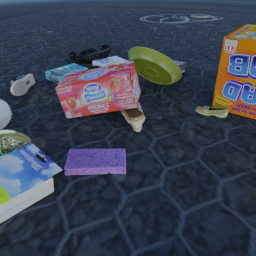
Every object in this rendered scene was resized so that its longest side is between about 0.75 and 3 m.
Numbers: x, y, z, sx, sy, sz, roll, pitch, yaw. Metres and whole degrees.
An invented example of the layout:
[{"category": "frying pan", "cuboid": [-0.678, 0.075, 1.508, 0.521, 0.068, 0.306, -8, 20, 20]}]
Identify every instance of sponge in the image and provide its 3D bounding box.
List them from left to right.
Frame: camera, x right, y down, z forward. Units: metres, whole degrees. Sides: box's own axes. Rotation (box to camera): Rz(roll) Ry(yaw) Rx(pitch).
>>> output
[{"category": "sponge", "cuboid": [-0.961, 1.008, 8.548, 1.796, 0.268, 1.002, -1, 31, -1]}]

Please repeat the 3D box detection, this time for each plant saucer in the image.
[{"category": "plant saucer", "cuboid": [1.167, -2.784, 13.179, 2.763, 2.763, 0.429, 20, 78, 30]}]

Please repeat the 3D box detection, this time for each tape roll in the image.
[{"category": "tape roll", "cuboid": [-5.559, -0.420, 10.531, 2.199, 0.402, 2.199, 1, 38, 0]}]

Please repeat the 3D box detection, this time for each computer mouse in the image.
[{"category": "computer mouse", "cuboid": [-2.271, -4.402, 17.184, 2.660, 0.701, 1.842, -17, 34, -6]}]

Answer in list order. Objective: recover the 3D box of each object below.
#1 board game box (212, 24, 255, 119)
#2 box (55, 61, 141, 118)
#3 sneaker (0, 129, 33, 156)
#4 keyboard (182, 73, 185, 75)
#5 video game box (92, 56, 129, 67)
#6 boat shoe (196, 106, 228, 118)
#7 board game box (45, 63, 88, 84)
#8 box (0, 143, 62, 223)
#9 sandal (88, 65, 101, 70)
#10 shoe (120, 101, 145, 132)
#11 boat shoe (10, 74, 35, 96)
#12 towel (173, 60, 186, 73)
[{"category": "board game box", "cuboid": [5.564, -2.285, 11.335, 2.968, 2.968, 2.970, 20, 37, 30]}, {"category": "box", "cuboid": [-1.098, -1.492, 10.986, 2.953, 1.410, 1.472, -8, 31, 14]}, {"category": "sneaker", "cuboid": [-4.190, 0.918, 8.267, 2.756, 1.060, 1.221, -12, 50, -13]}, {"category": "keyboard", "cuboid": [2.186, -2.894, 14.819, 1.503, 0.321, 2.503, 15, 32, 26]}, {"category": "video game box", "cuboid": [-0.832, -3.566, 15.928, 1.690, 0.434, 1.855, -19, 36, -32]}, {"category": "boat shoe", "cuboid": [3.372, -0.727, 11.276, 1.254, 0.395, 0.457, 15, 34, 23]}, {"category": "board game box", "cuboid": [-3.128, -2.839, 14.705, 1.423, 0.442, 1.885, 25, 39, 35]}, {"category": "box", "cuboid": [-3.288, 1.511, 7.217, 1.692, 0.661, 2.774, 31, 42, 33]}, {"category": "sandal", "cuboid": [-1.184, -2.880, 14.571, 1.823, 0.745, 0.498, 1, 15, 4]}, {"category": "shoe", "cuboid": [0.154, -0.598, 10.933, 0.831, 0.634, 2.376, -18, 27, 0]}, {"category": "boat shoe", "cuboid": [-5.209, -2.007, 13.252, 0.884, 0.712, 1.907, -4, 26, 16]}, {"category": "towel", "cuboid": [1.974, -3.008, 13.915, 1.446, 0.747, 1.746, 17, 31, 26]}]
